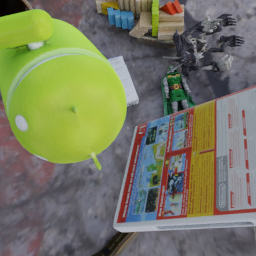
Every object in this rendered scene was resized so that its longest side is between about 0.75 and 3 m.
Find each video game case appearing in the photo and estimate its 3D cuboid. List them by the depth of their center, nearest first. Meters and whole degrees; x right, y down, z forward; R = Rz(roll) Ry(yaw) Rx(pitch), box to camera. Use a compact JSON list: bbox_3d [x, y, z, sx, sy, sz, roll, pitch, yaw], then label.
[{"bbox_3d":[1.122,0.459,4.268,2.948,0.257,2.108,-19,43,37],"label":"video game case"}]

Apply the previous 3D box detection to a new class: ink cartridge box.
[{"bbox_3d":[-0.609,-1.133,7.601,1.435,0.317,1.462,-17,69,-6],"label":"ink cartridge box"}]

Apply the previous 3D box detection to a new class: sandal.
[{"bbox_3d":[-0.457,2.933,6.036,1.989,0.813,0.543,-40,97,-20],"label":"sandal"}]

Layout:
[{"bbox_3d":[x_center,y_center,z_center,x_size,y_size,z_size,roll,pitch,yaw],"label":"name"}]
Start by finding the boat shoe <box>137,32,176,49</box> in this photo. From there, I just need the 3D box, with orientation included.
[{"bbox_3d":[0.844,-2.593,8.043,1.195,0.445,0.438,8,78,-7],"label":"boat shoe"}]

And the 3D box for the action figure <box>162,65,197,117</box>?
[{"bbox_3d":[1.311,-0.843,7.423,1.114,0.516,1.886,-9,67,0],"label":"action figure"}]

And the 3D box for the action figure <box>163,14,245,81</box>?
[{"bbox_3d":[2.050,-2.157,7.247,2.406,1.228,1.430,-37,114,-26],"label":"action figure"}]

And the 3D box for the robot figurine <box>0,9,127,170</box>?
[{"bbox_3d":[-1.097,-0.656,4.449,1.694,2.569,2.928,-28,46,-9],"label":"robot figurine"}]

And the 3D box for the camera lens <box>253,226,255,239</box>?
[{"bbox_3d":[2.735,1.549,3.798,1.853,1.853,2.317,-1,70,0],"label":"camera lens"}]

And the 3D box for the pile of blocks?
[{"bbox_3d":[0.217,-3.307,7.733,2.975,0.925,1.221,22,60,19],"label":"pile of blocks"}]

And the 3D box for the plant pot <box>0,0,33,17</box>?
[{"bbox_3d":[-3.918,-3.500,7.428,2.545,2.545,2.519,-18,63,-6],"label":"plant pot"}]
